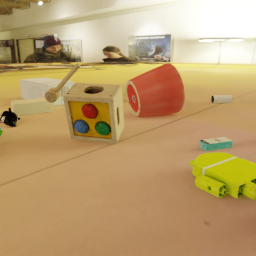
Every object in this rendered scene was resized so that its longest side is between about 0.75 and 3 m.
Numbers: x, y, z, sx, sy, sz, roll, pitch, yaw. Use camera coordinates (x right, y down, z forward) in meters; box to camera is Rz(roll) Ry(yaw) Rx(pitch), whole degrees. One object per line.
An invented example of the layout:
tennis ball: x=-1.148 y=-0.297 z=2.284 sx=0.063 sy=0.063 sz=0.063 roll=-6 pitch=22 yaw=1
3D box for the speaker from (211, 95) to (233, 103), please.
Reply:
speaker: x=4.203 y=-1.299 z=12.579 sx=0.875 sy=0.355 sz=0.355 roll=-2 pitch=16 yaw=-6

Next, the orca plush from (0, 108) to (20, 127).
orca plush: x=-4.002 y=-0.421 z=9.289 sx=0.737 sy=0.498 sz=1.402 roll=-4 pitch=17 yaw=-14

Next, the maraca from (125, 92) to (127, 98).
maraca: x=0.187 y=-1.512 z=13.105 sx=0.655 sy=0.511 sz=0.955 roll=8 pitch=27 yaw=-9

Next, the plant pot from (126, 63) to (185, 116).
plant pot: x=0.908 y=-1.266 z=10.213 sx=1.655 sy=1.870 sz=1.870 roll=-16 pitch=21 yaw=-17

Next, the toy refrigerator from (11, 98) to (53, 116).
toy refrigerator: x=-3.631 y=-0.804 z=10.660 sx=1.440 sy=0.504 sz=0.547 roll=-11 pitch=26 yaw=-30

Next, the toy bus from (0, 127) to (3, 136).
toy bus: x=-4.429 y=-0.033 z=6.902 sx=1.961 sy=1.074 sz=2.078 roll=28 pitch=-7 yaw=11

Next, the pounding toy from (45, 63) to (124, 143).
pounding toy: x=-1.263 y=-0.637 z=7.216 sx=2.095 sy=1.840 sz=0.958 roll=4 pitch=33 yaw=12

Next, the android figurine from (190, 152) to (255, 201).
android figurine: x=1.893 y=0.853 z=5.211 sx=1.481 sy=0.334 sz=1.627 roll=-12 pitch=21 yaw=-35

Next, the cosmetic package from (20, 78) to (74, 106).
cosmetic package: x=-3.761 y=-1.737 z=13.003 sx=1.380 sy=1.005 sz=2.715 roll=-14 pitch=20 yaw=-41

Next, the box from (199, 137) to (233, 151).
box: x=2.201 y=0.398 z=7.017 sx=0.788 sy=0.194 sz=0.324 roll=-6 pitch=17 yaw=-19
